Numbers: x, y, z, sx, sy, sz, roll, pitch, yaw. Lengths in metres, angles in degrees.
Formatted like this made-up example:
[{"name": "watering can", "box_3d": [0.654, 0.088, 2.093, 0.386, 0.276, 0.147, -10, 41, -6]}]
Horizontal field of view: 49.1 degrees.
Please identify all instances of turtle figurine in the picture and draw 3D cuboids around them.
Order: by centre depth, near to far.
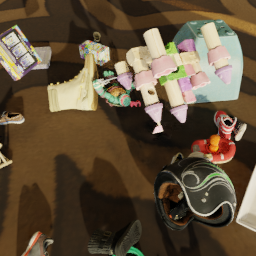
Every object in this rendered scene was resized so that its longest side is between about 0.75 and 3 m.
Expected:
[{"name": "turtle figurine", "box_3d": [-0.569, -1.682, 12.200, 2.242, 1.507, 2.994, -8, 25, -32]}]

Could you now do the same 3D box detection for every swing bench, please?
[{"name": "swing bench", "box_3d": [-5.348, 0.991, 9.747, 1.665, 1.086, 1.674, 32, 58, 28]}]

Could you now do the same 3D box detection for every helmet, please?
[{"name": "helmet", "box_3d": [2.004, 1.891, 8.102, 2.040, 2.140, 2.140, -5, 42, -29]}]

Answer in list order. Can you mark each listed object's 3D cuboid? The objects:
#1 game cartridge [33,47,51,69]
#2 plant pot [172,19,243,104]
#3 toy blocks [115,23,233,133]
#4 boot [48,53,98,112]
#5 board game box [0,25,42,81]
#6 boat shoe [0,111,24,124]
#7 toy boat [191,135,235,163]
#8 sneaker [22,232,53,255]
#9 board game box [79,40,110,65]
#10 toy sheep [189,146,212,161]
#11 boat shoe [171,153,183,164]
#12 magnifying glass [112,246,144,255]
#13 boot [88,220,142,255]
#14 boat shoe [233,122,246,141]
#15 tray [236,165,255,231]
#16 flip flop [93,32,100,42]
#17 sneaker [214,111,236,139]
[{"name": "game cartridge", "box_3d": [-4.872, -3.811, 15.253, 1.278, 0.378, 1.971, -2, 44, -8]}, {"name": "plant pot", "box_3d": [3.452, -3.192, 12.729, 2.870, 2.931, 2.878, -6, 44, -6]}, {"name": "toy blocks", "box_3d": [1.355, -1.322, 8.618, 2.762, 2.956, 2.488, -18, 87, -29]}, {"name": "boot", "box_3d": [-2.428, -2.030, 12.409, 2.145, 1.004, 2.759, -4, 73, 6]}, {"name": "board game box", "box_3d": [-3.795, -2.533, 9.463, 0.408, 1.440, 1.190, -6, 37, 41]}, {"name": "boat shoe", "box_3d": [-5.004, -0.472, 11.666, 1.273, 0.461, 0.460, -3, 44, -3]}, {"name": "toy boat", "box_3d": [3.103, 0.658, 10.095, 1.533, 1.002, 1.000, -4, 44, -4]}, {"name": "sneaker", "box_3d": [-2.472, 3.542, 7.415, 0.653, 0.614, 1.594, 13, 46, 5]}, {"name": "board game box", "box_3d": [-1.823, -4.087, 15.200, 1.480, 0.776, 0.762, 25, 50, 25]}, {"name": "toy sheep", "box_3d": [2.420, 1.287, 9.462, 0.980, 0.980, 1.421, -4, 65, -4]}, {"name": "boat shoe", "box_3d": [1.623, 1.544, 9.454, 0.580, 0.531, 1.551, 8, 52, 2]}, {"name": "magnifying glass", "box_3d": [0.385, 4.072, 7.073, 0.955, 0.269, 2.400, -23, 45, -23]}, {"name": "boot", "box_3d": [-0.355, 3.050, 7.949, 1.094, 0.550, 1.463, -7, 9, 32]}, {"name": "boat shoe", "box_3d": [4.340, 0.128, 11.179, 0.454, 0.365, 0.979, 17, 42, 34]}, {"name": "tray", "box_3d": [4.579, 2.258, 8.926, 1.570, 0.324, 2.923, 23, 48, 23]}, {"name": "flip flop", "box_3d": [-1.920, -5.632, 17.148, 0.440, 0.312, 1.085, -2, 44, -2]}, {"name": "sneaker", "box_3d": [3.863, -0.337, 11.160, 0.610, 0.963, 1.712, 4, 44, 4]}]
